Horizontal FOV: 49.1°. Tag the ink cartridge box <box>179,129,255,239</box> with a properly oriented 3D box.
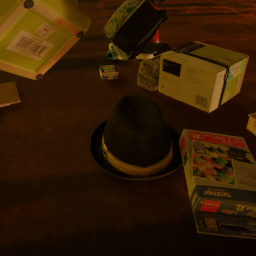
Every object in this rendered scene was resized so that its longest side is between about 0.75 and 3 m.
[{"bbox_3d":[2.154,1.105,6.310,1.655,0.582,2.774,8,38,-3],"label":"ink cartridge box"}]

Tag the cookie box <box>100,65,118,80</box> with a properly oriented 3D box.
[{"bbox_3d":[-0.789,-2.282,11.454,0.675,0.296,0.789,-6,36,-11],"label":"cookie box"}]

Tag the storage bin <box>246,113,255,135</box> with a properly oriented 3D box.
[{"bbox_3d":[4.221,-0.051,8.152,1.035,0.485,1.027,-13,37,-18],"label":"storage bin"}]

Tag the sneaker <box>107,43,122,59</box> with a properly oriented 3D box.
[{"bbox_3d":[-0.753,-3.615,13.148,0.723,0.522,1.377,-17,40,-21],"label":"sneaker"}]

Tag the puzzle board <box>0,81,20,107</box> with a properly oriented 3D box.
[{"bbox_3d":[-4.973,-1.051,9.840,2.113,0.184,1.592,-15,39,-20],"label":"puzzle board"}]

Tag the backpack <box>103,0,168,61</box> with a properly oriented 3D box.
[{"bbox_3d":[0.090,-2.777,7.929,1.244,1.549,1.692,40,0,-6],"label":"backpack"}]

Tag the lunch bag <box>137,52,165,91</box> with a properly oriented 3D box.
[{"bbox_3d":[1.031,-2.175,10.571,1.360,1.141,0.948,-29,44,-34],"label":"lunch bag"}]

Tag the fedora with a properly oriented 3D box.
[{"bbox_3d":[0.259,0.012,7.346,2.862,1.307,2.862,0,35,0],"label":"fedora"}]

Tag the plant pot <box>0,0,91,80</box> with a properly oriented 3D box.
[{"bbox_3d":[-2.846,-2.959,6.980,2.602,2.853,2.868,59,20,18],"label":"plant pot"}]

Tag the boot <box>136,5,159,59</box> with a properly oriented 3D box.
[{"bbox_3d":[0.960,-4.541,13.140,1.028,2.048,2.838,8,37,9],"label":"boot"}]

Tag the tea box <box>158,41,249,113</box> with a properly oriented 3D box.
[{"bbox_3d":[2.615,-1.914,9.894,2.192,1.489,2.228,-30,45,-35],"label":"tea box"}]

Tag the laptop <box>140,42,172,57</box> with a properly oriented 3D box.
[{"bbox_3d":[1.255,-3.029,12.128,0.893,1.729,1.532,-30,12,43],"label":"laptop"}]

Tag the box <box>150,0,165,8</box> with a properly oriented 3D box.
[{"bbox_3d":[0.945,-5.455,10.084,1.403,0.872,1.415,31,56,-27],"label":"box"}]
